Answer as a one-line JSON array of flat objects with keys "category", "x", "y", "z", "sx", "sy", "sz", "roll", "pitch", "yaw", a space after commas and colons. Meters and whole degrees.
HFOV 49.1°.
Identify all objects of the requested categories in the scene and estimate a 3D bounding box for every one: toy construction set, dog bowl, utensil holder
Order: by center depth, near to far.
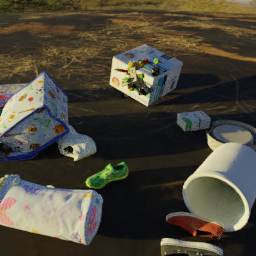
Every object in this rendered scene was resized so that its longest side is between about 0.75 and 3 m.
[{"category": "utensil holder", "x": 2.650, "y": 1.491, "z": 7.571, "sx": 1.666, "sy": 1.666, "sz": 1.961, "roll": 19, "pitch": 32, "yaw": 30}, {"category": "dog bowl", "x": 3.910, "y": 0.404, "z": 10.515, "sx": 1.974, "sy": 0.579, "sz": 1.974, "roll": 0, "pitch": 30, "yaw": 0}, {"category": "toy construction set", "x": 0.113, "y": -2.008, "z": 10.540, "sx": 1.760, "sy": 1.468, "sz": 1.352, "roll": 19, "pitch": 14, "yaw": 40}]

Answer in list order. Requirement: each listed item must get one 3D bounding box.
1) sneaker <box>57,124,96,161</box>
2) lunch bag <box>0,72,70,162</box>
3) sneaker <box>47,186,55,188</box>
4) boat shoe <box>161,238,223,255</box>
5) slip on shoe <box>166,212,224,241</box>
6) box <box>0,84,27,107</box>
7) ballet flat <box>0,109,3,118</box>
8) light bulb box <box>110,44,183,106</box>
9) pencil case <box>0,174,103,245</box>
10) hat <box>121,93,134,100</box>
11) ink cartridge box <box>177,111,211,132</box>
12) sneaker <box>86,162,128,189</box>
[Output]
[{"category": "sneaker", "x": -2.236, "y": 0.452, "z": 10.224, "sx": 2.291, "sy": 0.806, "sz": 0.918, "roll": 24, "pitch": 40, "yaw": 34}, {"category": "lunch bag", "x": -3.621, "y": -0.251, "z": 10.199, "sx": 2.838, "sy": 1.757, "sz": 2.412, "roll": -31, "pitch": 37, "yaw": 9}, {"category": "sneaker", "x": -2.174, "y": 1.940, "z": 8.093, "sx": 0.795, "sy": 0.296, "sz": 0.336, "roll": 21, "pitch": 36, "yaw": 32}, {"category": "boat shoe", "x": 1.437, "y": 2.856, "z": 6.394, "sx": 1.396, "sy": 0.479, "sz": 0.395, "roll": 5, "pitch": 49, "yaw": 11}, {"category": "slip on shoe", "x": 1.643, "y": 2.454, "z": 7.023, "sx": 1.436, "sy": 0.532, "sz": 0.439, "roll": 9, "pitch": 53, "yaw": 20}, {"category": "box", "x": -5.374, "y": -1.720, "z": 14.308, "sx": 2.639, "sy": 0.516, "sz": 1.806, "roll": -4, "pitch": 30, "yaw": -7}, {"category": "ballet flat", "x": -5.530, "y": 0.191, "z": 10.839, "sx": 0.902, "sy": 0.976, "sz": 2.894, "roll": -25, "pitch": 23, "yaw": 13}, {"category": "light bulb box", "x": 0.923, "y": -2.818, "z": 14.471, "sx": 2.617, "sy": 1.647, "sz": 2.640, "roll": 33, "pitch": 45, "yaw": 24}, {"category": "pencil case", "x": -2.046, "y": 2.003, "z": 7.033, "sx": 2.799, "sy": 1.164, "sz": 1.270, "roll": 9, "pitch": 68, "yaw": 13}, {"category": "hat", "x": 0.018, "y": -1.768, "z": 14.616, "sx": 0.784, "sy": 0.316, "sz": 0.784, "roll": 1, "pitch": 29, "yaw": 0}, {"category": "ink cartridge box", "x": 2.774, "y": -0.303, "z": 11.854, "sx": 1.155, "sy": 0.480, "sz": 0.847, "roll": -7, "pitch": 30, "yaw": -13}, {"category": "sneaker", "x": -0.661, "y": 1.408, "z": 8.717, "sx": 1.443, "sy": 0.603, "sz": 0.534, "roll": -18, "pitch": 35, "yaw": -28}]
